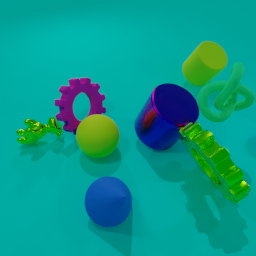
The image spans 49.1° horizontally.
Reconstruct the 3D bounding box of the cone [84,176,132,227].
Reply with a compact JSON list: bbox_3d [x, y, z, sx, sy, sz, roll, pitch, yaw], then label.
[{"bbox_3d":[-0.250,1.476,5.801,1.108,1.112,1.108,6,70,-18],"label":"cone"}]

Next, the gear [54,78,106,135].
[{"bbox_3d":[-1.315,-0.606,8.005,0.301,1.627,1.627,8,39,42],"label":"gear"}]

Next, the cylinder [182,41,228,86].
[{"bbox_3d":[2.640,-2.211,9.710,1.132,1.132,1.132,6,68,-16],"label":"cylinder"}]

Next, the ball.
[{"bbox_3d":[-0.804,0.212,7.499,1.154,1.154,1.154,0,43,0],"label":"ball"}]

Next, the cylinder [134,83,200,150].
[{"bbox_3d":[1.011,-0.281,7.578,1.351,1.351,1.351,10,56,-15],"label":"cylinder"}]

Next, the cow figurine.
[{"bbox_3d":[-2.440,0.097,7.880,1.077,1.094,0.601,14,47,-44],"label":"cow figurine"}]

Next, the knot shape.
[{"bbox_3d":[2.375,-0.726,6.523,1.332,1.423,0.658,26,16,-42],"label":"knot shape"}]

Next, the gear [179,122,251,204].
[{"bbox_3d":[1.891,0.760,6.303,0.363,1.961,1.961,-35,49,-1],"label":"gear"}]
